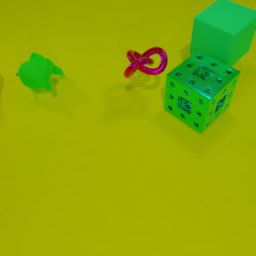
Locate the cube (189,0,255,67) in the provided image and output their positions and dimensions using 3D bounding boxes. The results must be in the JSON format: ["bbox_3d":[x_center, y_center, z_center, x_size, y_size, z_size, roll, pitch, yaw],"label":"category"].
[{"bbox_3d":[2.760,-2.706,8.143,1.317,1.317,1.317,37,65,28],"label":"cube"}]

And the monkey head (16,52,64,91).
[{"bbox_3d":[-2.640,-1.618,8.530,1.725,1.241,1.039,26,91,36],"label":"monkey head"}]

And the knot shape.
[{"bbox_3d":[0.345,-1.743,7.597,1.267,0.585,1.186,22,50,42],"label":"knot shape"}]

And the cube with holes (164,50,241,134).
[{"bbox_3d":[2.011,-1.015,7.858,1.381,1.381,1.381,-39,59,-24],"label":"cube with holes"}]
